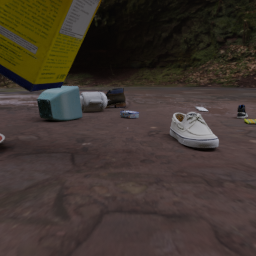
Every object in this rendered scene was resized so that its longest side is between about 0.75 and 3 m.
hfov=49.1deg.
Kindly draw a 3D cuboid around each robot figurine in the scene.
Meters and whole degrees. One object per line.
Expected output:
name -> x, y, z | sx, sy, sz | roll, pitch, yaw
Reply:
robot figurine -> -1.909, -1.425, 15.156 | 1.842, 1.040, 1.562 | -5, 12, -25

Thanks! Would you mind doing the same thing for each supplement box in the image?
supplement box -> -1.984, -2.583, 6.625 | 1.638, 2.992, 1.628 | 31, 15, 5

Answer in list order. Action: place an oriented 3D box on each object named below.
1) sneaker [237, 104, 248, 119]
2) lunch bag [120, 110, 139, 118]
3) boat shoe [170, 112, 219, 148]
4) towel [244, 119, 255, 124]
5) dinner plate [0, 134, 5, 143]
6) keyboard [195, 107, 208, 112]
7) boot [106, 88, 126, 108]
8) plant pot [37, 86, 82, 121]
sneaker -> 5.316, -0.794, 12.946 | 0.400, 0.612, 1.094 | 6, 12, 29
lunch bag -> 0.067, -0.634, 12.953 | 0.667, 0.315, 0.833 | -7, 13, -40
boat shoe -> 1.856, -0.030, 8.161 | 0.863, 0.850, 2.433 | -2, 11, -9
towel -> 5.457, -0.218, 11.280 | 1.389, 0.125, 0.598 | 3, 16, 10
dinner plate -> -4.597, 0.466, 6.918 | 2.881, 0.349, 2.881 | -1, 11, 0
keyboard -> 4.185, -1.076, 15.914 | 0.487, 0.092, 1.730 | 1, 11, 6
boot -> -1.284, -1.802, 16.812 | 2.433, 1.179, 0.909 | -5, 11, -24
plant pot -> -3.063, -0.995, 12.143 | 1.430, 1.434, 1.460 | 8, 21, 35
